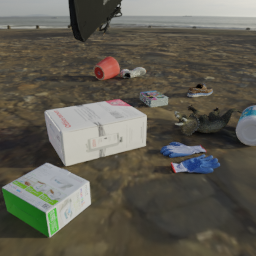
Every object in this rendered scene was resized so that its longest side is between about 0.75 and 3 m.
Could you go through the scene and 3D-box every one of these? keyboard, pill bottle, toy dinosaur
[{"bbox_3d":[-0.596,-2.581,5.532,0.508,1.334,2.563,15,48,16],"label":"keyboard"},{"bbox_3d":[3.551,-0.136,7.870,0.815,0.815,1.471,12,26,25],"label":"pill bottle"},{"bbox_3d":[2.316,-0.173,8.270,2.141,0.824,1.095,4,35,-4],"label":"toy dinosaur"}]

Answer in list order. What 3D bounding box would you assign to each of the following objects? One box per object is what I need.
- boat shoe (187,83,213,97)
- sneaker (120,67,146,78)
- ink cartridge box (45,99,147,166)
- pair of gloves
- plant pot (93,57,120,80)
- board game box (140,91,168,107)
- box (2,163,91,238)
[{"bbox_3d":[3.028,-1.586,11.569,1.278,0.462,0.462,-15,28,-30],"label":"boat shoe"},{"bbox_3d":[0.286,-2.726,14.244,1.310,0.496,0.603,-9,32,-2],"label":"sneaker"},{"bbox_3d":[-0.869,0.007,7.388,2.242,0.928,1.643,-12,27,-25],"label":"ink cartridge box"},{"bbox_3d":[1.467,0.684,6.829,1.171,0.166,1.457,-4,25,-10],"label":"pair of gloves"},{"bbox_3d":[-1.134,-2.904,13.984,1.094,1.094,0.968,18,40,35],"label":"plant pot"},{"bbox_3d":[0.979,-1.126,10.730,0.724,0.316,0.982,-9,25,-21],"label":"board game box"},{"bbox_3d":[-1.456,1.224,5.096,1.174,0.568,1.036,15,28,30],"label":"box"}]
